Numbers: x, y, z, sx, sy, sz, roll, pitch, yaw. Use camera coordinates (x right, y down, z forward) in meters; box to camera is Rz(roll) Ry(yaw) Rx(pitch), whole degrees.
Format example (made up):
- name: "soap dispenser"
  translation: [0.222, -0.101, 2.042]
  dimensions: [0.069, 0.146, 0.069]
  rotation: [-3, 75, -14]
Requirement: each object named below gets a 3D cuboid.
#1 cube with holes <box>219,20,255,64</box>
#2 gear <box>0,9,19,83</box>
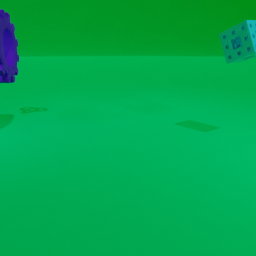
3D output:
- name: "cube with holes"
  translation: [3.101, -2.270, 7.435]
  dimensions: [0.828, 0.828, 0.828]
  rotation: [-15, -1, -36]
- name: "gear"
  translation: [-3.621, -2.317, 8.083]
  dimensions: [0.373, 2.015, 2.015]
  rotation: [-2, 16, -6]
